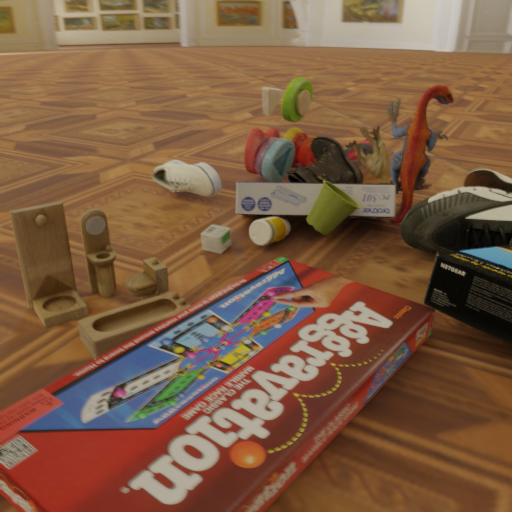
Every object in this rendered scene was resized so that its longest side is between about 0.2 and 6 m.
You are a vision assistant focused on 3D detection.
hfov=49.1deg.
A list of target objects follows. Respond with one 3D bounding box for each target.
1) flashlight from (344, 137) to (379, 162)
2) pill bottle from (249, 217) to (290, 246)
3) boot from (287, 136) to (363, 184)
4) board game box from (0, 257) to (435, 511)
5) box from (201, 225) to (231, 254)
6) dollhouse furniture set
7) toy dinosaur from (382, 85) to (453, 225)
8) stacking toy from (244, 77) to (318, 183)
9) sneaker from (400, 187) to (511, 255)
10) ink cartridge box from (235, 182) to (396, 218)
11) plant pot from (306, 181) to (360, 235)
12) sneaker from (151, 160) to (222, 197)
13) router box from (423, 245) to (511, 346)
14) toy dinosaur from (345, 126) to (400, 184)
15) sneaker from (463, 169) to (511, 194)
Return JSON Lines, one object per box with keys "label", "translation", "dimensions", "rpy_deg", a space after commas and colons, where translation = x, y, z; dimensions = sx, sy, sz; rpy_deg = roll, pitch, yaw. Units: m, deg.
{"label": "flashlight", "translation": [2.661, -2.658, 14.987], "dimensions": [0.645, 0.647, 1.904], "rpy_deg": [6, 27, 44]}
{"label": "pill bottle", "translation": [0.283, -0.481, 10.478], "dimensions": [0.484, 0.484, 0.857], "rpy_deg": [15, 17, 29]}
{"label": "boot", "translation": [1.425, -2.090, 13.283], "dimensions": [1.719, 0.684, 1.974], "rpy_deg": [-18, 52, -31]}
{"label": "board game box", "translation": [-0.219, 1.412, 6.594], "dimensions": [2.668, 0.504, 5.182], "rpy_deg": [20, 32, 34]}
{"label": "box", "translation": [-0.731, -0.308, 10.291], "dimensions": [0.416, 0.357, 0.414], "rpy_deg": [13, 34, 24]}
{"label": "dollhouse furniture set", "translation": [-2.143, 0.196, 7.872], "dimensions": [1.828, 1.566, 1.922], "rpy_deg": [-17, 30, -31]}
{"label": "toy dinosaur", "translation": [3.251, -2.122, 10.861], "dimensions": [1.219, 2.106, 2.321], "rpy_deg": [3, 51, 0]}
{"label": "stacking toy", "translation": [0.966, -3.024, 13.851], "dimensions": [1.113, 2.385, 2.635], "rpy_deg": [28, 35, 25]}
{"label": "sneaker", "translation": [4.389, -0.331, 9.340], "dimensions": [3.763, 1.251, 1.703], "rpy_deg": [4, 23, 3]}
{"label": "ink cartridge box", "translation": [1.136, -1.092, 11.101], "dimensions": [2.977, 0.658, 1.399], "rpy_deg": [1, 4, 4]}
{"label": "plant pot", "translation": [1.320, -0.806, 10.079], "dimensions": [0.813, 0.772, 0.813], "rpy_deg": [31, 18, -11]}
{"label": "sneaker", "translation": [-1.599, -1.666, 12.628], "dimensions": [0.756, 0.780, 2.136], "rpy_deg": [-31, 30, -30]}
{"label": "router box", "translation": [4.140, 0.752, 7.090], "dimensions": [2.359, 0.808, 3.163], "rpy_deg": [-5, 23, -42]}
{"label": "toy dinosaur", "translation": [2.835, -2.167, 13.054], "dimensions": [0.854, 1.483, 2.934], "rpy_deg": [-32, -11, 27]}
{"label": "sneaker", "translation": [5.483, -1.291, 12.174], "dimensions": [0.915, 0.787, 2.162], "rpy_deg": [15, 14, -30]}
